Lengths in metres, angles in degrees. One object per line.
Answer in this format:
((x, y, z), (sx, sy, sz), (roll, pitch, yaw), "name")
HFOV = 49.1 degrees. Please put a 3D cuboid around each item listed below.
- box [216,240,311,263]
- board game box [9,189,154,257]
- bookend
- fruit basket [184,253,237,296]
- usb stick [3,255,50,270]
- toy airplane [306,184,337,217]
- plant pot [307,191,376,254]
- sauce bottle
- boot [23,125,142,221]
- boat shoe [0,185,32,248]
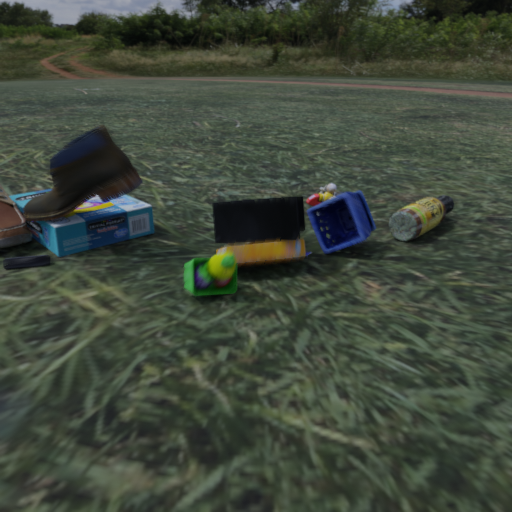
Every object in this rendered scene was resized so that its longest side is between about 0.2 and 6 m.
((0.133, -0.059, 8.749), (1.401, 0.291, 0.834), (-8, -1, -14), "box")
((-3.351, -0.783, 10.547), (1.831, 0.569, 2.426), (-18, 28, -37), "board game box")
((0.239, -0.610, 9.141), (1.412, 0.655, 1.421), (-2, 5, 23), "bookend")
((-0.542, 0.245, 7.768), (0.818, 0.590, 0.818), (0, 1, 0), "fruit basket")
((-3.634, 0.099, 8.890), (0.692, 0.192, 0.113), (-5, -21, -15), "usb stick")
((1.585, -1.159, 11.407), (0.891, 0.629, 0.887), (15, 25, 34), "toy airplane")
((1.484, -0.604, 9.429), (0.839, 0.839, 0.754), (-22, 3, 38), "plant pot")
((3.157, -0.776, 10.497), (0.599, 0.599, 1.852), (17, 28, 36), "sauce bottle")
((-3.037, -1.319, 9.086), (2.243, 1.087, 0.838), (-16, 27, 17), "boot")
((-4.921, -0.846, 10.088), (1.071, 1.015, 2.829), (-20, 29, -40), "boat shoe")
